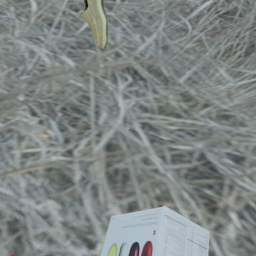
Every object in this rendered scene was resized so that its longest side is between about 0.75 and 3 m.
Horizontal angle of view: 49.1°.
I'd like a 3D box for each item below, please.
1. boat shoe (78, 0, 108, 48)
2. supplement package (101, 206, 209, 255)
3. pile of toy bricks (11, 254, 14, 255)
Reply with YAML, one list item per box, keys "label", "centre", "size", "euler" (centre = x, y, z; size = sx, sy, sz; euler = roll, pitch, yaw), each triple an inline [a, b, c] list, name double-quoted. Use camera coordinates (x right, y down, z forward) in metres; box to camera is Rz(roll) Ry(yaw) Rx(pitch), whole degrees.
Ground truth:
- label: "boat shoe"
  centre: [-0.897, -2.751, 6.753]
  size: [0.629, 0.592, 1.651]
  euler: [-14, 104, -23]
- label: "supplement package"
  centre: [0.310, 2.054, 4.064]
  size: [1.016, 1.321, 1.381]
  euler: [34, 51, -23]
- label: "pile of toy bricks"
  centre: [-1.632, 2.272, 3.998]
  size: [1.978, 1.097, 0.977]
  euler: [18, 18, -21]
